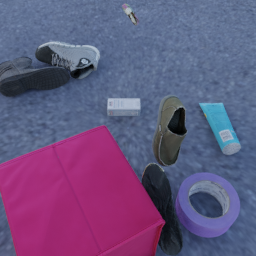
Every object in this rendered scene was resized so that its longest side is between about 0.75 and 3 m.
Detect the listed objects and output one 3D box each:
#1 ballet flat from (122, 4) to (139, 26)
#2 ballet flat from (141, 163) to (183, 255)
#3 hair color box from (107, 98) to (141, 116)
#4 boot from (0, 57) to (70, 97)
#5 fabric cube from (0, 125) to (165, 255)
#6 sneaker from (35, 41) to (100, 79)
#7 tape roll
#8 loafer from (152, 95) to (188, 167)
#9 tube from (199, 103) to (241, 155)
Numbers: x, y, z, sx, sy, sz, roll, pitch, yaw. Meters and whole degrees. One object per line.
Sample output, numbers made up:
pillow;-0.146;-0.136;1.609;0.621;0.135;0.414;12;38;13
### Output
ballet flat;0.098;-3.708;9.192;0.272;0.786;0.280;-27;32;24
ballet flat;0.795;1.974;6.873;0.746;0.637;2.244;-14;83;6
hair color box;-0.149;-0.762;10.233;1.188;0.360;0.588;0;50;-1
boot;-3.833;-2.310;11.197;2.747;0.959;1.808;-11;46;-15
fabric cube;-1.045;2.048;6.434;2.686;2.635;2.677;-22;54;-18
sneaker;-2.522;-2.697;11.446;2.698;1.012;1.558;-1;52;-2
tape roll;2.146;2.082;7.671;1.612;0.685;1.612;-1;50;1
loafer;1.149;0.180;7.571;0.776;2.064;0.719;-8;22;-19
tube;3.178;-0.137;9.644;0.887;0.578;2.292;2;45;-9
